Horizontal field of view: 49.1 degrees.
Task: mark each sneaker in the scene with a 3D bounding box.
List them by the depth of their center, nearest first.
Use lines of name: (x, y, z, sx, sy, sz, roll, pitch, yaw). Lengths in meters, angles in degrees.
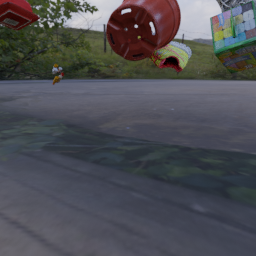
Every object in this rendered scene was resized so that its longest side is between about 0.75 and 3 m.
sneaker: (3.122, -3.171, 7.529, 1.197, 2.920, 1.091, -34, -5, -37)
sneaker: (1.176, -2.926, 10.944, 2.549, 1.151, 0.996, 16, -24, 3)

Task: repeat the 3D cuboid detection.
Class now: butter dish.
butter dish: (-3.167, -3.299, 7.659, 1.094, 0.811, 1.097, -12, -9, 31)

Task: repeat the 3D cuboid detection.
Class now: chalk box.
chalk box: (2.453, -2.022, 6.218, 0.966, 0.971, 1.561, -12, -20, 36)

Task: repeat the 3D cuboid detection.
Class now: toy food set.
toy food set: (-2.704, -2.017, 10.663, 0.391, 0.820, 0.369, 11, -42, -38)

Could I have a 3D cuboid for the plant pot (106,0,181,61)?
plant pot: (0.446, -3.352, 9.199, 2.277, 2.277, 2.214, 4, 33, 18)
